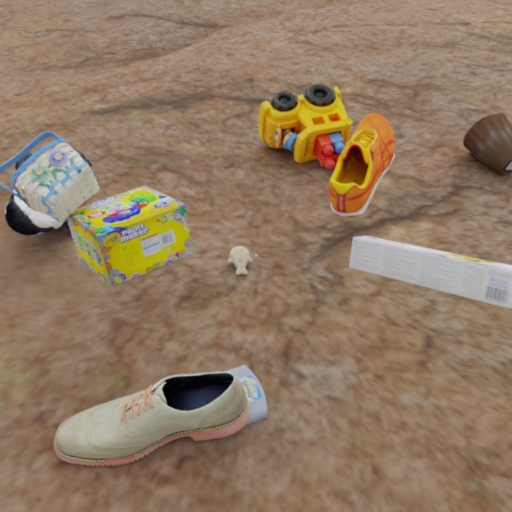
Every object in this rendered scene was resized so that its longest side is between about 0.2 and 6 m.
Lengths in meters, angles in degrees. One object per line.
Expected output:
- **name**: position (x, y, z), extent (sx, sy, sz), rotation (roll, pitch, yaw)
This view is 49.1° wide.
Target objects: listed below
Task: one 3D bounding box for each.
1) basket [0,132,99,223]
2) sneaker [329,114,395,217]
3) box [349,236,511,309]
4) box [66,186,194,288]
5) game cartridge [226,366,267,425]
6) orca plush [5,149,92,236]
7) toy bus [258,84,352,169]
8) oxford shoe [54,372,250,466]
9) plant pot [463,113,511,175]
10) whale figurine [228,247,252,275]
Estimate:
- **basket**: position (-3.274, -1.305, 8.805), extent (1.417, 0.985, 1.249), rotation (30, 66, 24)
- **sneaker**: position (2.166, -1.984, 11.032), extent (1.012, 1.069, 2.772), rotation (10, 52, 17)
- **box**: position (2.546, 0.181, 8.096), extent (2.552, 0.529, 0.494), rotation (14, 13, 42)
- **box**: position (-2.052, -0.367, 9.088), extent (1.488, 0.908, 1.433), rotation (-25, 31, -30)
- **game cartridge**: position (-0.232, 2.215, 8.961), extent (0.672, 0.204, 1.008), rotation (-13, 43, -19)
- **orca plush**: position (-4.831, -1.407, 12.340), extent (1.262, 1.867, 3.549), rotation (-27, 41, 16)
- **toy bus**: position (1.346, -3.056, 14.238), extent (2.197, 1.491, 2.109), rotation (-13, 59, -11)
- **oxford shoe**: position (-1.575, 2.227, 8.188), extent (2.916, 1.076, 1.032), rotation (-14, 45, -7)
- **plant pot**: position (6.046, -2.686, 13.964), extent (1.201, 1.201, 1.285), rotation (-13, 56, -14)
- **whale figurine**: position (-0.330, 0.128, 11.316), extent (0.496, 0.324, 0.624), rotation (-4, 65, -11)
